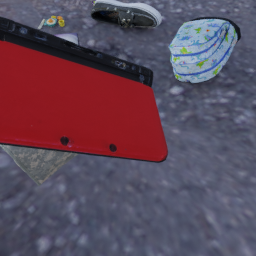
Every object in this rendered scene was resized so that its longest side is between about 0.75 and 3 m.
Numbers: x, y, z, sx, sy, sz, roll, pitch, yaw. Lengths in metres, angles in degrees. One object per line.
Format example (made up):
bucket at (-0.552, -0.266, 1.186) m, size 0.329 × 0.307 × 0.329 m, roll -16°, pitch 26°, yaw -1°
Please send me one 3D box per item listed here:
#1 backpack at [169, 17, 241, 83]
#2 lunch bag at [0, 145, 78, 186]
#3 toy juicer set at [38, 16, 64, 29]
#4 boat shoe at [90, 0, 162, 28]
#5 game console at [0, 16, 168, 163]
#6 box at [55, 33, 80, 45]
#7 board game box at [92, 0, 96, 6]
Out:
backpack at (2.147, -2.365, 8.398) m, size 1.878 × 1.770 × 2.302 m, roll 14°, pitch 68°, yaw 32°
lunch bag at (-1.649, 0.280, 5.137) m, size 1.027 × 1.253 × 0.736 m, roll -40°, pitch 53°, yaw -19°
toy juicer set at (-2.837, -3.956, 10.299) m, size 0.966 × 0.263 × 0.614 m, roll -9°, pitch 55°, yaw -6°
boat shoe at (-0.118, -3.951, 9.998) m, size 2.631 × 0.903 × 0.745 m, roll 20°, pitch 68°, yaw 19°
game console at (-0.926, -0.448, 4.241) m, size 2.566 × 2.211 × 1.523 m, roll 12°, pitch 85°, yaw -33°
box at (-2.251, -1.779, 8.214) m, size 1.802 × 1.110 × 1.787 m, roll -8°, pitch 53°, yaw -6°
board game box at (-1.007, -4.769, 10.977) m, size 0.528 × 0.142 × 0.879 m, roll -25°, pitch 58°, yaw -12°
